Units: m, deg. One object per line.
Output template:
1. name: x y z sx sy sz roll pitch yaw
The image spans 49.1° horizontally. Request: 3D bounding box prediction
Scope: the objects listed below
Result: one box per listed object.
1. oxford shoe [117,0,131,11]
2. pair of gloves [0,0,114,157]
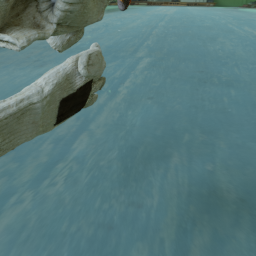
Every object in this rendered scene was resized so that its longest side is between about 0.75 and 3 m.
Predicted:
1. oxford shoe: -0.181 -4.275 9.001 0.514 1.441 0.525 24 66 4
2. pair of gloves: -0.532 -0.777 2.725 0.445 2.538 2.158 36 36 5
